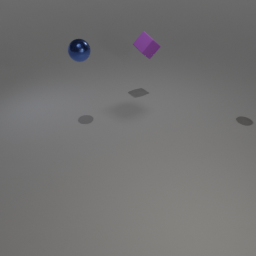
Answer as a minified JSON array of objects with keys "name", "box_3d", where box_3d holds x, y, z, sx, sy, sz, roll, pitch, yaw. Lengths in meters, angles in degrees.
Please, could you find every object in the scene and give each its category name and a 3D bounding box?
[{"name":"cube","box_3d":[0.781,-3.443,11.663,0.700,0.700,0.700,17,30,-55]},{"name":"ball","box_3d":[-1.519,-2.419,8.734,0.700,0.700,0.700,0,33,0]}]
